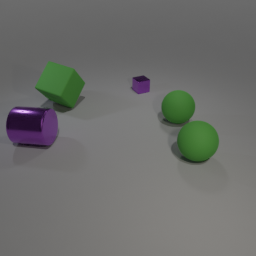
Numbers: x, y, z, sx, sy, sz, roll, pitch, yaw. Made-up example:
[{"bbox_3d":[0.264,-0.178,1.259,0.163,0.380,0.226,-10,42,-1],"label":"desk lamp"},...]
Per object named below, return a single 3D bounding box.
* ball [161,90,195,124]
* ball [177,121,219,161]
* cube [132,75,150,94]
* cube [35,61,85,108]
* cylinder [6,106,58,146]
[{"bbox_3d":[2.100,-0.883,11.727,1.400,1.400,1.400,0,32,0],"label":"ball"},{"bbox_3d":[2.398,0.443,9.633,1.400,1.400,1.400,0,32,0],"label":"ball"},{"bbox_3d":[0.686,-2.277,14.706,0.700,0.700,0.700,-15,35,-22],"label":"cube"},{"bbox_3d":[-3.043,-1.946,12.732,1.400,1.400,1.400,20,78,18],"label":"cube"},{"bbox_3d":[-3.547,-0.083,10.489,1.400,1.400,1.400,3,32,9],"label":"cylinder"}]
